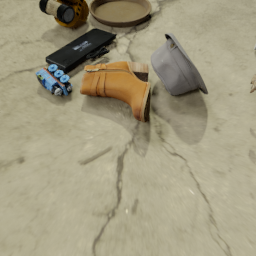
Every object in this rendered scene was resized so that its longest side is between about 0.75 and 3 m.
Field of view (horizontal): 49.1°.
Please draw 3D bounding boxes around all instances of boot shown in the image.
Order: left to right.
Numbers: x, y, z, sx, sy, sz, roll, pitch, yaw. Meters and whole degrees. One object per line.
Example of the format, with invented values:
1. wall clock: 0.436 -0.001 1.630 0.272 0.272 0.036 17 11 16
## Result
1. boot: -0.377 -1.039 7.904 1.980 0.943 2.560 0 38 -1

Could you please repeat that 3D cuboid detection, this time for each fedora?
1. fedora: 1.338 -1.670 8.114 0.981 1.921 2.172 -30 59 13

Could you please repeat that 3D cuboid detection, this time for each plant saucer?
1. plant saucer: -0.310 -4.826 11.442 2.542 0.374 2.542 0 50 1

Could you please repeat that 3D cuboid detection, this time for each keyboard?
1. keyboard: -1.440 -2.678 9.675 1.517 0.324 2.527 27 55 29

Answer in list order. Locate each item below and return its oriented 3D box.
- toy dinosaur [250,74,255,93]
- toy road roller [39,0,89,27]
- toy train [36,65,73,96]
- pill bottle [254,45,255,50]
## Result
1. toy dinosaur: 4.162 -1.218 6.684 1.999 1.266 2.950 21 31 13
2. toy road roller: -2.154 -4.932 10.499 1.353 2.202 1.608 32 21 24
3. toy train: -2.212 -1.407 8.469 0.700 0.531 1.225 -39 61 -18
4. pill bottle: 4.855 -2.739 9.566 0.940 0.521 0.521 21 53 16
